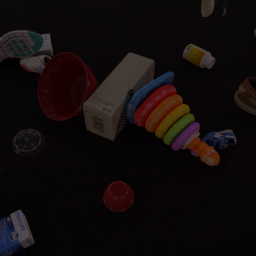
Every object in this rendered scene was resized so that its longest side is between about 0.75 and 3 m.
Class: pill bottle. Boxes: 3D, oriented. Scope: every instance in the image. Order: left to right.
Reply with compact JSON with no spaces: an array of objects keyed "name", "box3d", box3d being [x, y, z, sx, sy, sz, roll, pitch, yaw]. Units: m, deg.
[{"name":"pill bottle","box3d":[2.703,-2.689,10.628,0.621,0.621,1.137,-37,58,-27]}]

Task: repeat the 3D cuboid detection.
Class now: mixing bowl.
[{"name":"mixing bowl","box3d":[-1.715,-1.214,8.770,2.040,2.040,1.105,37,16,27]},{"name":"mixing bowl","box3d":[-0.242,1.640,7.039,0.805,0.436,0.805,-1,49,1]}]

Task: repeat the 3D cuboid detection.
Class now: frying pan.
[{"name":"frying pan","box3d":[-2.164,0.353,5.542,1.022,0.166,0.618,-29,67,-24]}]

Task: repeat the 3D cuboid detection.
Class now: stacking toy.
[{"name":"stacking toy","box3d":[1.437,0.008,7.981,1.594,1.686,2.905,-36,72,-22]}]

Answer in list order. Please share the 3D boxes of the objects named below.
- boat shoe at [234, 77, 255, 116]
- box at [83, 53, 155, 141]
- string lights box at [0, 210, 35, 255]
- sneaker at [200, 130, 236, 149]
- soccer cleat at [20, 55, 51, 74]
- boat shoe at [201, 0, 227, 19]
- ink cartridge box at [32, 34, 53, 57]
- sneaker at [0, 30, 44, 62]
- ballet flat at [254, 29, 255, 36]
[{"name":"boat shoe","box3d":[4.667,-0.641,8.598,2.847,1.022,1.078,33,57,25]},{"name":"box","box3d":[-0.200,-1.074,8.887,0.992,1.192,2.902,22,54,17]},{"name":"string lights box","box3d":[-2.962,2.553,6.243,1.484,0.437,0.762,-23,53,-19]},{"name":"sneaker","box3d":[2.621,0.377,8.136,1.149,0.425,0.472,-12,53,-9]},{"name":"soccer cleat","box3d":[-3.126,-2.360,10.165,2.075,0.896,0.725,25,54,20]},{"name":"boat shoe","box3d":[2.319,-3.748,7.227,0.611,0.650,1.809,4,93,-12]},{"name":"ink cartridge box","box3d":[-3.664,-3.337,11.422,1.103,0.387,1.358,-10,42,-8]},{"name":"sneaker","box3d":[-4.407,-3.193,10.603,2.687,1.043,1.226,-10,36,11]},{"name":"ballet flat","box3d":[5.689,-3.726,11.493,0.690,0.690,1.953,7,49,6]}]
